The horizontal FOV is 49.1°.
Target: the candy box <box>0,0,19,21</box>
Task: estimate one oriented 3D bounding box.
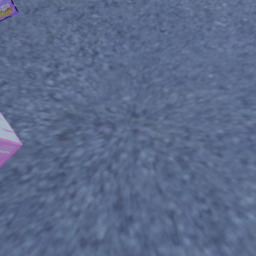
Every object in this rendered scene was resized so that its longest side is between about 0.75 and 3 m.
[{"bbox_3d":[-2.616,-2.181,4.545,1.222,1.457,0.521,-28,89,-9],"label":"candy box"}]

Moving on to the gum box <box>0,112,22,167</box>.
[{"bbox_3d":[-2.581,0.209,3.232,1.316,2.319,0.767,-44,68,5],"label":"gum box"}]
